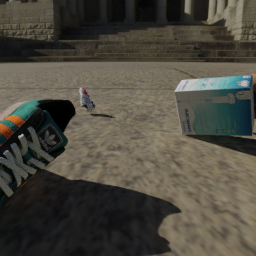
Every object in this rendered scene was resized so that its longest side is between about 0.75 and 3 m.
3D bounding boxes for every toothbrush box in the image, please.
[{"bbox_3d":[2.293,-0.563,7.399,1.860,1.362,0.793,-1,32,28],"label":"toothbrush box"}]

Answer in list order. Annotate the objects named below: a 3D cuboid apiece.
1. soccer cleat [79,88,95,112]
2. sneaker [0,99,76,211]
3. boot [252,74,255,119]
[{"bbox_3d":[-1.627,-1.047,10.429,0.453,1.049,0.366,-28,-19,-18],"label":"soccer cleat"},{"bbox_3d":[-1.691,0.296,4.407,1.178,1.053,2.949,-13,31,16],"label":"sneaker"},{"bbox_3d":[3.624,-0.464,7.705,0.759,2.099,1.746,-36,9,-33],"label":"boot"}]
